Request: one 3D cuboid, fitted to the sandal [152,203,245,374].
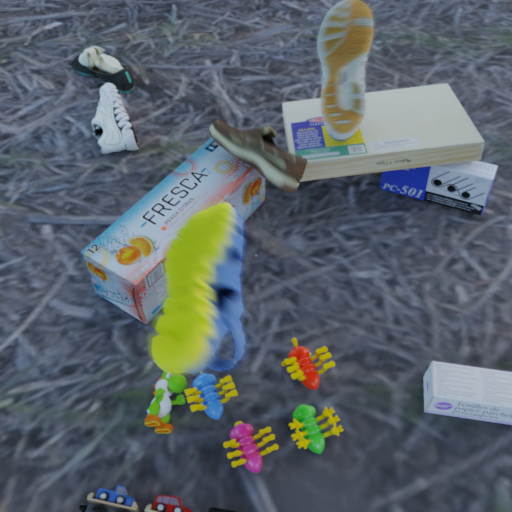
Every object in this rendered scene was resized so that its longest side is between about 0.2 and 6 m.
[{"bbox_3d":[-0.543,0.425,6.736,0.932,1.021,2.346,-14,52,35],"label":"sandal"}]

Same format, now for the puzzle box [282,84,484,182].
[{"bbox_3d":[2.182,-2.337,10.383,3.317,0.422,2.207,-6,44,3],"label":"puzzle box"}]

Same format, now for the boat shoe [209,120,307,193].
[{"bbox_3d":[0.072,-1.854,9.413,1.926,0.712,0.711,38,19,19],"label":"boat shoe"}]

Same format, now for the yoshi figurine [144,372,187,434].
[{"bbox_3d":[-1.239,2.019,7.955,0.504,0.506,0.901,15,48,-8],"label":"yoshi figurine"}]

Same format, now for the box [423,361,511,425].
[{"bbox_3d":[3.851,2.039,7.845,2.875,0.556,0.596,6,51,5],"label":"box"}]

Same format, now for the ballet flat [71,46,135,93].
[{"bbox_3d":[-3.607,-4.493,13.108,1.991,0.681,0.677,28,59,21],"label":"ballet flat"}]

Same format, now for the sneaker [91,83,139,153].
[{"bbox_3d":[-3.119,-2.925,11.843,0.830,0.770,2.049,-21,53,-6],"label":"sneaker"}]

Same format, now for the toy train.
[{"bbox_3d":[-1.103,3.249,6.980,2.219,0.379,0.508,8,48,6],"label":"toy train"}]

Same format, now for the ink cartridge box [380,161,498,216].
[{"bbox_3d":[3.329,-1.442,10.374,1.943,0.913,0.430,19,54,20],"label":"ink cartridge box"}]

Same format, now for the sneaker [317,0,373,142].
[{"bbox_3d":[1.458,-3.123,9.595,0.902,1.045,2.385,7,82,7],"label":"sneaker"}]

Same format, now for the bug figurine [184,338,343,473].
[{"bbox_3d":[0.152,2.080,7.828,2.152,0.554,1.669,-12,58,-15],"label":"bug figurine"}]

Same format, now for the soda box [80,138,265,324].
[{"bbox_3d":[-1.258,-0.558,9.607,1.203,1.118,3.517,28,55,21],"label":"soda box"}]
